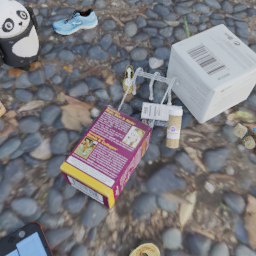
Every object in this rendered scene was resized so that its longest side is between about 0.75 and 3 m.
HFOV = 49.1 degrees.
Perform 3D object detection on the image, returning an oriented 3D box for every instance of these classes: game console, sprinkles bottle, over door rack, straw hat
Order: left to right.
[{"bbox_3d":[-3.010,3.848,8.079,1.618,0.284,1.829,-27,62,-15],"label":"game console"},{"bbox_3d":[0.306,3.754,7.957,1.253,1.253,0.530,-37,24,-20],"label":"straw hat"},{"bbox_3d":[0.620,-1.037,10.557,1.794,0.809,2.429,21,72,32],"label":"over door rack"},{"bbox_3d":[1.555,0.005,9.478,0.450,0.450,1.318,3,104,-1],"label":"sprinkles bottle"}]

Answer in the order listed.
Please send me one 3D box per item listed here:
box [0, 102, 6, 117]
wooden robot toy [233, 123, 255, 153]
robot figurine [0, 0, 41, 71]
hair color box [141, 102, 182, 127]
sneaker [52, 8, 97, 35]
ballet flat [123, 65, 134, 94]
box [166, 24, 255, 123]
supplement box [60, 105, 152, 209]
[{"bbox_3d":[-5.415,-0.819,10.078,0.878,1.652,1.258,26,62,15],"label":"box"},{"bbox_3d":[4.813,0.393,10.037,2.137,0.942,0.970,17,25,10],"label":"wooden robot toy"},{"bbox_3d":[-4.474,-3.572,11.024,1.786,2.862,2.150,-10,60,-6],"label":"robot figurine"},{"bbox_3d":[1.253,-0.480,10.578,1.484,0.449,0.742,7,59,4],"label":"hair color box"},{"bbox_3d":[-2.518,-5.085,13.051,2.141,0.963,0.839,-21,61,-12],"label":"sneaker"},{"bbox_3d":[0.010,-2.025,11.530,0.458,0.421,1.334,0,59,0],"label":"ballet flat"},{"bbox_3d":[3.142,-2.029,10.528,2.466,2.112,2.454,-26,62,-16],"label":"box"},{"bbox_3d":[-0.631,0.894,9.187,1.782,1.405,2.723,27,63,15],"label":"supplement box"}]
